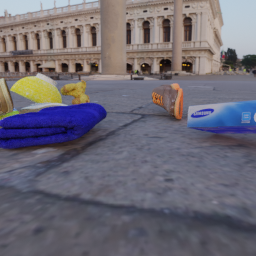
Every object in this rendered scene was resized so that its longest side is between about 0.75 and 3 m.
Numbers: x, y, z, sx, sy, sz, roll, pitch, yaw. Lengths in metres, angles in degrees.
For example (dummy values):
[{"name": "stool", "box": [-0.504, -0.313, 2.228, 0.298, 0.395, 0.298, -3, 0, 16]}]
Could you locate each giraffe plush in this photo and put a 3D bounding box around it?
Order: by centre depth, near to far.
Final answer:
[{"name": "giraffe plush", "box": [-2.024, -1.303, 11.460, 1.265, 1.026, 1.091, -18, 2, -3]}]

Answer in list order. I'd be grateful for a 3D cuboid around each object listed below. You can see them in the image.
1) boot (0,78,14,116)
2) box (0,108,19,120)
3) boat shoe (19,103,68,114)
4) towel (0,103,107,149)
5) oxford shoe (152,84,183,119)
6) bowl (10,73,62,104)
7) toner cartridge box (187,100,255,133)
[{"name": "boot", "box": [-4.264, -0.646, 7.672, 1.880, 0.876, 2.431, -14, 0, -32]}, {"name": "box", "box": [-4.055, -0.436, 9.511, 0.653, 0.255, 1.071, -12, 19, -29]}, {"name": "boat shoe", "box": [-2.492, -0.554, 8.953, 1.977, 0.690, 0.704, 0, 28, 17]}, {"name": "towel", "box": [-1.744, -0.213, 6.966, 2.042, 0.685, 2.765, -8, 10, 7]}, {"name": "oxford shoe", "box": [1.393, -0.965, 10.145, 1.074, 1.051, 2.947, 1, 16, 4]}, {"name": "bowl", "box": [-3.149, -1.366, 10.193, 1.885, 1.014, 1.885, 25, -5, 2]}, {"name": "toner cartridge box", "box": [2.744, -0.211, 6.143, 1.250, 0.568, 2.632, 11, -8, -40]}]
